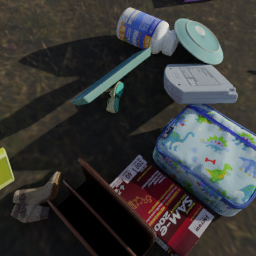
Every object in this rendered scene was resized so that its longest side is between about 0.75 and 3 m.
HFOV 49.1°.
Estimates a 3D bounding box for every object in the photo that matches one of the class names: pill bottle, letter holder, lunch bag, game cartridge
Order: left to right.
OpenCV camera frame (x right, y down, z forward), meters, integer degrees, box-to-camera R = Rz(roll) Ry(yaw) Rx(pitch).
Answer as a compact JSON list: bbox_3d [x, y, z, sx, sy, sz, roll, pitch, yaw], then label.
[{"bbox_3d":[-0.612,1.930,5.925,2.256,1.604,1.135,40,67,21],"label":"letter holder"},{"bbox_3d":[0.695,-3.142,9.334,1.937,1.086,1.086,28,62,13],"label":"pill bottle"},{"bbox_3d":[1.872,-1.308,7.997,1.650,0.501,2.475,2,28,-2],"label":"game cartridge"},{"bbox_3d":[2.099,0.642,7.000,2.615,1.078,2.102,38,65,20],"label":"lunch bag"}]

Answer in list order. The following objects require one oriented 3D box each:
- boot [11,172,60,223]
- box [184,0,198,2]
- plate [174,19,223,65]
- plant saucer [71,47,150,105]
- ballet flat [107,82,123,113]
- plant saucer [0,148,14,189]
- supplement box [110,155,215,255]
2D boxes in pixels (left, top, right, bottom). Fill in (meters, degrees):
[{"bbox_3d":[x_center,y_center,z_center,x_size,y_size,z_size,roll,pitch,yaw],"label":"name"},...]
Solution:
[{"bbox_3d":[-2.254,1.629,6.800,0.955,0.459,1.306,5,57,7],"label":"boot"},{"bbox_3d":[3.077,-5.783,11.353,1.980,0.387,1.355,-10,59,-6],"label":"box"},{"bbox_3d":[2.397,-2.924,9.169,2.002,0.256,2.002,16,53,-22],"label":"plate"},{"bbox_3d":[-0.429,-1.493,8.130,2.725,0.953,0.259,-43,110,-25],"label":"plant saucer"},{"bbox_3d":[-0.420,-0.935,8.434,0.379,0.379,1.090,9,60,6],"label":"ballet flat"},{"bbox_3d":[-2.989,1.033,6.335,0.216,0.902,0.900,2,22,28],"label":"plant saucer"},{"bbox_3d":[0.702,1.816,6.536,2.239,0.682,1.219,38,66,20],"label":"supplement box"}]
